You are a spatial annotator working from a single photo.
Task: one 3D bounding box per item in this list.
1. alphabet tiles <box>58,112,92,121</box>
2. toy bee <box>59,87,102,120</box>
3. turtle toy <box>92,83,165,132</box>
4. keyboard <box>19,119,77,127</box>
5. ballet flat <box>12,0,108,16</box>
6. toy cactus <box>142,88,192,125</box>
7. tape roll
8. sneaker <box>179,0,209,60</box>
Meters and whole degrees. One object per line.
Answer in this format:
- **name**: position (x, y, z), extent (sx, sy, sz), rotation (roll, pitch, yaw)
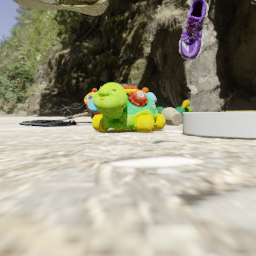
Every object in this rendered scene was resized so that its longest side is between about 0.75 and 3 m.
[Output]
- **alphabet tiles**: position (-1.740, -0.643, 12.634), extent (2.933, 0.111, 2.452), rotation (-12, 3, 17)
- **toy bee**: position (-1.161, -0.991, 10.811), extent (2.522, 1.371, 1.651), rotation (20, -36, -5)
- **turtle toy**: position (-0.056, -0.393, 5.621), extent (1.331, 0.923, 1.826), rotation (1, 3, 25)
- **keyboard**: position (-2.426, -0.170, 8.771), extent (1.317, 0.213, 2.073), rotation (-2, 4, -43)
- **ballet flat**: position (-1.616, -3.364, 6.919), extent (2.526, 0.878, 0.878), rotation (-5, 5, -26)
- **toy cactus**: position (1.267, -0.584, 9.575), extent (2.508, 1.283, 2.070), rotation (8, 9, -20)
- **tape roll**: position (1.969, -0.079, 4.716), extent (2.104, 0.384, 2.104), rotation (0, 2, 0)
- **sneaker**: position (2.108, -3.278, 9.224), extent (0.813, 2.017, 0.841), rotation (10, 8, 18)
